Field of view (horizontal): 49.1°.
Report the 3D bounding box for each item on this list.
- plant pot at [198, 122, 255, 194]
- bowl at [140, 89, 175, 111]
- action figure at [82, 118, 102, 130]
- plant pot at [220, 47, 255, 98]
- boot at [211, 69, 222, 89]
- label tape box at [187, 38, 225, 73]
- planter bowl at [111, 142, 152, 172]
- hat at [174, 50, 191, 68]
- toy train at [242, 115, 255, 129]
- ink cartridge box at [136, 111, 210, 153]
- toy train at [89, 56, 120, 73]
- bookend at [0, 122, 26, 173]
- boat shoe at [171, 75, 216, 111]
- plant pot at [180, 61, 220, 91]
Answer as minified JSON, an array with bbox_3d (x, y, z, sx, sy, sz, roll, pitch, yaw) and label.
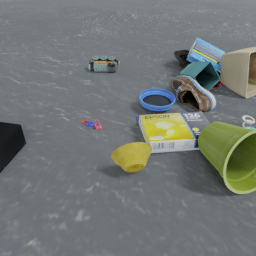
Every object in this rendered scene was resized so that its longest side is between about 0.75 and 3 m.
[{"bbox_3d":[3.024,0.636,8.233,1.911,1.911,1.815,-12,23,-18],"label":"plant pot"},{"bbox_3d":[1.201,-1.156,11.550,1.460,0.286,1.460,1,37,-1],"label":"bowl"},{"bbox_3d":[-1.330,-0.229,10.487,0.905,0.448,0.295,23,41,26],"label":"action figure"},{"bbox_3d":[5.464,-2.753,13.047,2.007,2.009,1.779,-20,28,-26],"label":"plant pot"},{"bbox_3d":[4.141,-2.372,13.556,1.431,0.524,1.078,-16,36,-16],"label":"boot"},{"bbox_3d":[4.033,-3.613,14.635,1.744,0.805,2.435,28,44,0],"label":"label tape box"},{"bbox_3d":[0.153,0.950,8.202,1.250,1.250,0.520,-7,58,-11],"label":"planter bowl"},{"bbox_3d":[3.161,-3.674,15.407,1.524,0.615,1.524,6,46,-6],"label":"hat"},{"bbox_3d":[4.871,0.483,9.250,2.510,0.698,1.885,21,38,23],"label":"toy train"},{"bbox_3d":[1.688,-0.084,10.148,2.433,0.579,2.462,-5,36,-8],"label":"ink cartridge box"},{"bbox_3d":[-1.295,-3.384,14.973,1.674,0.713,0.954,1,43,1],"label":"toy train"},{"bbox_3d":[-4.559,0.591,8.898,1.781,0.826,1.792,6,35,11],"label":"bookend"},{"bbox_3d":[2.571,-1.521,11.969,0.909,0.907,2.511,-20,39,-24],"label":"boat shoe"},{"bbox_3d":[3.193,-2.411,12.914,1.058,1.058,1.497,-44,30,-5],"label":"plant pot"}]
